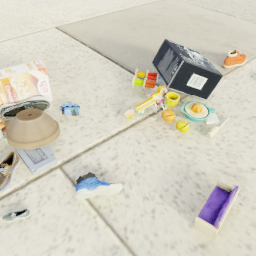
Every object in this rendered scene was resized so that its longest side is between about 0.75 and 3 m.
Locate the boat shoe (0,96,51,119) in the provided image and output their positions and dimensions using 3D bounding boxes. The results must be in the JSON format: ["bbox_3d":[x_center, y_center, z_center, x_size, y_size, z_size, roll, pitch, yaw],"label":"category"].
[{"bbox_3d":[-4.172,-0.732,11.585,2.085,0.752,0.739,-17,37,-20],"label":"boat shoe"}]

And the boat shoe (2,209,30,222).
[{"bbox_3d":[-3.322,2.550,8.285,0.803,0.248,0.292,-7,42,-8],"label":"boat shoe"}]

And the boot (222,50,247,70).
[{"bbox_3d":[5.854,-3.810,15.043,1.737,0.931,0.652,-25,45,-28],"label":"boot"}]

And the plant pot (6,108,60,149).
[{"bbox_3d":[-3.625,-0.121,10.610,1.994,0.920,1.994,0,32,0],"label":"plant pot"}]

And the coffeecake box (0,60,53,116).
[{"bbox_3d":[-4.574,-1.716,12.002,2.285,1.754,0.835,-21,46,-22],"label":"coffeecake box"}]

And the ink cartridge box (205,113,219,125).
[{"bbox_3d":[3.427,-0.396,11.623,0.471,0.270,0.804,-4,41,-3],"label":"ink cartridge box"}]

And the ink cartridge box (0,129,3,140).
[{"bbox_3d":[-5.408,0.353,10.659,0.972,0.425,0.706,6,41,5],"label":"ink cartridge box"}]

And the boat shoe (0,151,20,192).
[{"bbox_3d":[-4.143,1.423,9.327,0.564,0.566,1.563,3,41,4],"label":"boat shoe"}]

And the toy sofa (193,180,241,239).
[{"bbox_3d":[2.604,2.283,8.173,0.690,0.813,1.667,26,48,26],"label":"toy sofa"}]

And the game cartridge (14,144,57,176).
[{"bbox_3d":[-3.269,0.954,10.084,1.058,0.330,1.588,-25,47,-31],"label":"game cartridge"}]

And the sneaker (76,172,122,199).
[{"bbox_3d":[-0.947,1.744,8.963,1.463,0.561,0.814,-11,50,-2],"label":"sneaker"}]

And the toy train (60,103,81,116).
[{"bbox_3d":[-2.482,-0.783,11.997,0.909,0.394,0.519,-1,47,-1],"label":"toy train"}]

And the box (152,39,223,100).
[{"bbox_3d":[2.632,-2.666,12.758,2.295,1.423,2.256,12,34,-27],"label":"box"}]

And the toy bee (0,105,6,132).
[{"bbox_3d":[-5.788,-0.573,11.211,2.045,1.111,1.338,12,44,13],"label":"toy bee"}]

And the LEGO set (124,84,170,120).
[{"bbox_3d":[1.054,-0.930,12.030,2.592,0.965,1.192,-43,24,-31],"label":"LEGO set"}]

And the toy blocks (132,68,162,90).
[{"bbox_3d":[1.092,-2.318,13.561,1.613,0.586,1.344,9,42,7],"label":"toy blocks"}]

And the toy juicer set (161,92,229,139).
[{"bbox_3d":[2.662,-0.481,11.178,2.775,0.755,1.765,20,47,10],"label":"toy juicer set"}]
